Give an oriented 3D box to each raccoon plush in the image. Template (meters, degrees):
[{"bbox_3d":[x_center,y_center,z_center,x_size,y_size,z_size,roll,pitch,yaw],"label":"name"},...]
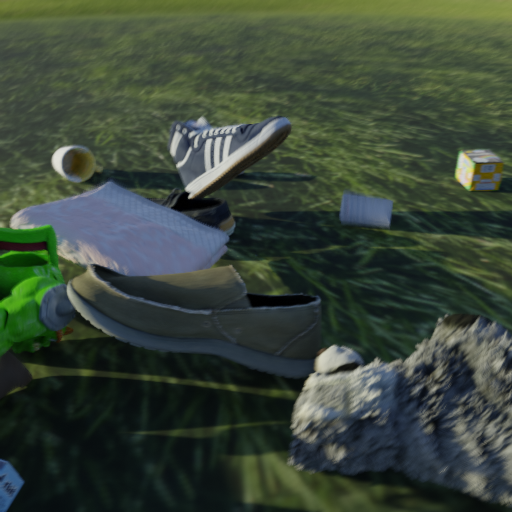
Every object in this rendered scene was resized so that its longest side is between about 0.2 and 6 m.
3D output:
[{"bbox_3d":[2.022,2.105,5.592,2.497,1.803,3.726,-24,37,-23],"label":"raccoon plush"}]

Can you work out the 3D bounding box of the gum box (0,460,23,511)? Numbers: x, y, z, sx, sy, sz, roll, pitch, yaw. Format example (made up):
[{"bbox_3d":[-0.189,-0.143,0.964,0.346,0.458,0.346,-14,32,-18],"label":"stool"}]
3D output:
[{"bbox_3d":[-3.603,2.683,4.946,1.943,0.510,2.287,12,47,15],"label":"gum box"}]

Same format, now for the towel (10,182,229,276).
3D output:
[{"bbox_3d":[-2.149,-0.353,9.603,2.833,0.457,2.705,25,26,11],"label":"towel"}]

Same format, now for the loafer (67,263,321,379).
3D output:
[{"bbox_3d":[-0.671,0.614,7.468,3.504,1.220,1.317,16,9,-17],"label":"loafer"}]

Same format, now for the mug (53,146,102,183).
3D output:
[{"bbox_3d":[-4.631,-2.298,14.240,0.916,1.115,0.893,20,67,46],"label":"mug"}]

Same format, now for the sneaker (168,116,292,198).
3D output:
[{"bbox_3d":[-0.698,-2.443,11.530,2.896,1.571,1.015,-30,-4,36],"label":"sneaker"}]

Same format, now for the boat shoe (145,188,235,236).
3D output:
[{"bbox_3d":[-1.639,-0.983,11.731,2.536,0.789,0.946,11,37,21],"label":"boat shoe"}]

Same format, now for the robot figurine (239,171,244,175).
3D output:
[{"bbox_3d":[-0.566,-2.228,14.327,0.582,0.388,0.687,8,27,41],"label":"robot figurine"}]

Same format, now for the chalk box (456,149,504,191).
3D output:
[{"bbox_3d":[5.471,-2.172,13.880,0.759,0.755,1.220,-2,29,-1],"label":"chalk box"}]

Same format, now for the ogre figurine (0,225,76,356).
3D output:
[{"bbox_3d":[-3.796,0.597,7.765,2.287,1.872,3.815,-15,2,-21],"label":"ogre figurine"}]

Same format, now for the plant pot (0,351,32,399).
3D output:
[{"bbox_3d":[-3.511,1.602,7.332,0.848,0.848,0.740,20,56,31],"label":"plant pot"}]

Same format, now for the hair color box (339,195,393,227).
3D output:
[{"bbox_3d":[2.309,-0.952,11.813,1.040,0.515,0.315,9,-5,10],"label":"hair color box"}]
